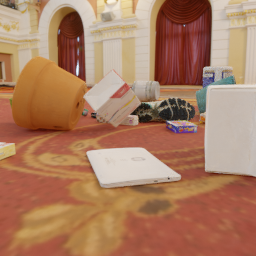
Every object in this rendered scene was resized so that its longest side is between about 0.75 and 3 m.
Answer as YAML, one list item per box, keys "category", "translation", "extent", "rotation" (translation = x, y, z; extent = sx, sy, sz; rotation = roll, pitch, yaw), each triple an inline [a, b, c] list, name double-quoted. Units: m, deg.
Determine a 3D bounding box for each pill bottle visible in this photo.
- category: "pill bottle"
  translation: [4.653, -1.958, 14.693]
  extent: [1.460, 2.439, 1.460]
  rotation: [0, 10, 0]

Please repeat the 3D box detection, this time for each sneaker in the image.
- category: "sneaker"
  translation: [1.504, -0.788, 12.152]
  extent: [2.759, 1.071, 1.191]
  rotation: [2, 7, 10]

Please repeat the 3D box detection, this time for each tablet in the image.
- category: "tablet"
  translation: [-0.014, 0.743, 5.953]
  extent: [1.492, 0.157, 2.293]
  rotation: [-3, 11, -15]

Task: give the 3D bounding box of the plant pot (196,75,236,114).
- category: "plant pot"
  translation: [4.258, -1.327, 13.251]
  extent: [1.835, 1.953, 1.953]
  rotation: [-12, 4, 24]

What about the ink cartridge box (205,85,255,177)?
- category: "ink cartridge box"
  translation: [2.533, -0.076, 6.037]
  extent: [1.662, 1.706, 2.654]
  rotation: [2, 9, 15]

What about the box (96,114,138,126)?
- category: "box"
  translation: [-0.476, -0.374, 11.663]
  extent: [1.889, 0.365, 0.391]
  rotation: [6, 14, 32]

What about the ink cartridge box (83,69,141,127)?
- category: "ink cartridge box"
  translation: [-0.414, -0.920, 10.162]
  extent: [0.810, 1.398, 2.401]
  rotation: [48, 3, 23]

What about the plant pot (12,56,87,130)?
- category: "plant pot"
  translation: [-2.629, -1.038, 10.026]
  extent: [1.837, 2.625, 2.625]
  rotation: [17, 11, 4]

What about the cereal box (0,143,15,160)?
- category: "cereal box"
  translation: [-3.609, 0.566, 6.471]
  extent: [1.558, 0.308, 1.121]
  rotation: [3, 10, 15]

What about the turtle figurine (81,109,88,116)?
- category: "turtle figurine"
  translation: [-2.646, -0.880, 13.199]
  extent: [1.225, 0.824, 1.636]
  rotation: [23, 1, 25]

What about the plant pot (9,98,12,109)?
- category: "plant pot"
  translation: [-4.272, -0.692, 11.512]
  extent: [1.097, 1.056, 1.097]
  rotation: [0, 9, 0]

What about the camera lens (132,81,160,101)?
- category: "camera lens"
  translation: [1.441, -3.067, 23.178]
  extent: [2.102, 1.682, 1.682]
  rotation: [4, 11, 21]

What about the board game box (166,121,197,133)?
- category: "board game box"
  translation: [1.918, -0.050, 10.155]
  extent: [0.772, 0.257, 1.148]
  rotation: [-2, 10, -10]

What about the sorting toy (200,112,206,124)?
- category: "sorting toy"
  translation: [3.420, -0.349, 11.535]
  extent: [0.774, 0.460, 0.860]
  rotation: [13, 14, 25]

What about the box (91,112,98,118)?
- category: "box"
  translation: [-0.953, -0.647, 13.482]
  extent: [1.176, 0.289, 1.218]
  rotation: [9, 13, 33]
